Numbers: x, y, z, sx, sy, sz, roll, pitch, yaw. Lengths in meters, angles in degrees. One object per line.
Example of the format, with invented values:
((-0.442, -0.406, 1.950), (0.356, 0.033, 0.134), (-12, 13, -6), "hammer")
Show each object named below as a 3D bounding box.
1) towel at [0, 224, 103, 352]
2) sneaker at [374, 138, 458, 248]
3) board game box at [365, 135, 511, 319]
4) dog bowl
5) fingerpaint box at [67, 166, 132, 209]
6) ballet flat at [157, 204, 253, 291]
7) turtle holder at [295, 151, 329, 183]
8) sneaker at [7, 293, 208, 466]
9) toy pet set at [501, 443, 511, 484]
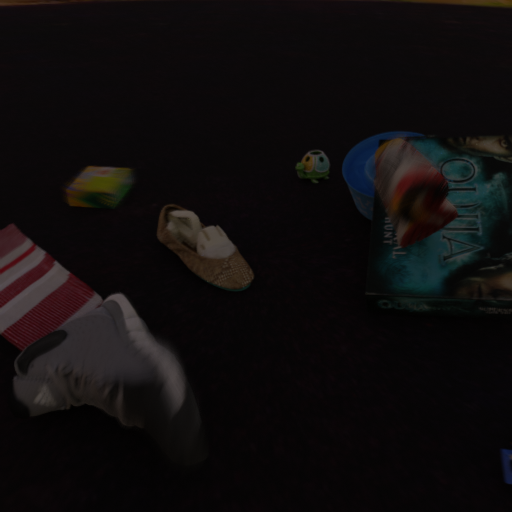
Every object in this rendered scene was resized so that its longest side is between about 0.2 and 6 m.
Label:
((-3.606, 0.536, 8.687), (2.083, 0.237, 1.500), (38, 46, 2), "towel")
((2.362, -0.929, 8.427), (0.993, 2.552, 1.049), (-28, 65, 6), "sneaker")
((3.474, -0.701, 10.011), (2.743, 0.571, 4.056), (1, 49, 15), "board game box")
((3.694, -1.311, 11.568), (3.949, 0.979, 2.201), (22, 57, 31), "dog bowl")
((-3.614, -1.594, 13.015), (1.050, 0.461, 1.258), (4, 34, 7), "fingerpaint box")
((-1.058, -0.255, 10.448), (0.946, 0.876, 2.682), (-26, 40, -35), "ballet flat")
((1.373, -2.242, 13.928), (0.929, 0.659, 0.706), (-5, 32, -8), "turtle holder")
((-2.001, 1.761, 6.976), (1.947, 1.265, 3.372), (-21, 27, -21), "sneaker")
((3.319, 2.500, 6.476), (0.954, 0.543, 1.022), (21, 18, -40), "toy pet set")
